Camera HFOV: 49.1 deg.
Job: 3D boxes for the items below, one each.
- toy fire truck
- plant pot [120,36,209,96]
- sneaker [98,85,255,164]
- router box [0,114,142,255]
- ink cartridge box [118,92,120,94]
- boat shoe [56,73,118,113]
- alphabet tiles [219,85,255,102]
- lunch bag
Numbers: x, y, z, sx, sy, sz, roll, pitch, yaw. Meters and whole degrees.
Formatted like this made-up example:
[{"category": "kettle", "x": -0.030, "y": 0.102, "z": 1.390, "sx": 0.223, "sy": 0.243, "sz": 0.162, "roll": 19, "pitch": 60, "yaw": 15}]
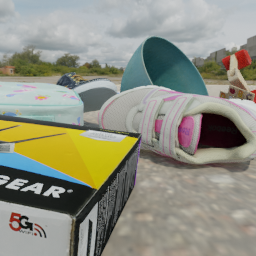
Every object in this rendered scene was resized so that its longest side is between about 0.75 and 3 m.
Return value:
[{"category": "toy fire truck", "x": 2.466, "y": -0.779, "z": 6.006, "sx": 0.539, "sy": 1.560, "sz": 2.212, "roll": -21, "pitch": 10, "yaw": 33}, {"category": "plant pot", "x": 0.677, "y": -0.835, "z": 6.859, "sx": 2.280, "sy": 2.280, "sz": 1.536, "roll": -12, "pitch": -16, "yaw": -48}, {"category": "sneaker", "x": 0.781, "y": -0.093, "z": 4.446, "sx": 2.873, "sy": 1.169, "sz": 1.267, "roll": 3, "pitch": 8, "yaw": 18}, {"category": "router box", "x": -1.446, "y": 0.375, "z": 2.681, "sx": 2.853, "sy": 0.728, "sz": 2.128, "roll": 8, "pitch": 11, "yaw": 10}, {"category": "ink cartridge box", "x": 0.405, "y": -1.106, "z": 11.358, "sx": 2.058, "sy": 0.692, "sz": 1.196, "roll": 3, "pitch": 11, "yaw": 14}, {"category": "boat shoe", "x": -1.246, "y": -1.023, "z": 7.299, "sx": 2.564, "sy": 1.164, "sz": 0.907, "roll": -18, "pitch": -31, "yaw": 41}, {"category": "alphabet tiles", "x": 1.958, "y": -0.231, "z": 5.097, "sx": 0.032, "sy": 1.023, "sz": 0.851, "roll": -17, "pitch": 35, "yaw": -29}, {"category": "lunch bag", "x": -2.226, "y": -0.225, "z": 5.311, "sx": 2.666, "sy": 1.028, "sz": 2.138, "roll": -2, "pitch": 19, "yaw": -18}]
